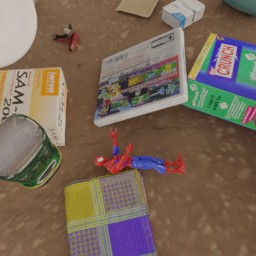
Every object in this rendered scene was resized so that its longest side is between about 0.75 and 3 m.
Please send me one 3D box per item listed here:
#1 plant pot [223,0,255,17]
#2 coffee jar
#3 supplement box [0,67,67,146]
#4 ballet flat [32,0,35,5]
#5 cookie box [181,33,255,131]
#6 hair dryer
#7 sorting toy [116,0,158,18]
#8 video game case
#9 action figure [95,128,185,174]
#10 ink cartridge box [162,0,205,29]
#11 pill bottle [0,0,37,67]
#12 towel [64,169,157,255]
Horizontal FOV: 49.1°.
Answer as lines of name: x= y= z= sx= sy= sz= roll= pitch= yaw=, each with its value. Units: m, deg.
plant pot: x=4.110 y=-4.537 z=9.268 sx=1.438 sy=1.530 sz=1.530 roll=42 pitch=67 yaw=7
coffee jar: x=-1.647 y=0.482 z=4.637 sx=0.760 sy=1.780 sz=0.928 roll=35 pitch=73 yaw=7
supplement box: x=-3.029 y=-0.466 z=6.967 sx=2.855 sy=1.050 sz=1.799 roll=-4 pitch=60 yaw=-3
ballet flat: x=-3.770 y=-3.773 z=9.077 sx=0.911 sy=0.911 sz=2.455 roll=9 pitch=58 yaw=6
cookie box: x=3.021 y=-1.169 z=7.195 sx=2.694 sy=1.012 sz=2.305 roll=21 pitch=51 yaw=15
hair dryer: x=-1.922 y=-2.789 z=8.910 sx=0.786 sy=0.280 sz=1.032 roll=-33 pitch=59 yaw=1
sorting toy: x=0.484 y=-4.576 z=9.929 sx=1.278 sy=0.254 sz=1.729 roll=17 pitch=64 yaw=16
video game case: x=0.290 y=-1.304 z=7.238 sx=2.490 sy=0.286 sz=2.269 roll=-15 pitch=54 yaw=28
action figure: x=0.242 y=0.542 z=6.428 sx=2.038 sy=1.009 sz=0.665 roll=-2 pitch=17 yaw=0
ink cartridge box: x=1.836 y=-3.844 z=9.348 sx=1.163 sy=0.487 sz=0.844 roll=-34 pitch=65 yaw=-19
pill bottle: x=-2.446 y=-1.722 z=4.504 sx=1.373 sy=1.373 sz=2.446 roll=-35 pitch=30 yaw=-19
towel: x=-0.376 y=2.142 z=5.852 sx=1.810 sy=0.287 sz=2.521 roll=-8 pitch=59 yaw=-6
